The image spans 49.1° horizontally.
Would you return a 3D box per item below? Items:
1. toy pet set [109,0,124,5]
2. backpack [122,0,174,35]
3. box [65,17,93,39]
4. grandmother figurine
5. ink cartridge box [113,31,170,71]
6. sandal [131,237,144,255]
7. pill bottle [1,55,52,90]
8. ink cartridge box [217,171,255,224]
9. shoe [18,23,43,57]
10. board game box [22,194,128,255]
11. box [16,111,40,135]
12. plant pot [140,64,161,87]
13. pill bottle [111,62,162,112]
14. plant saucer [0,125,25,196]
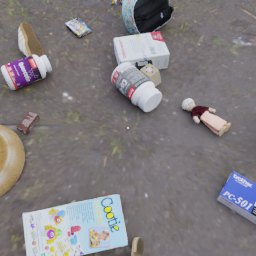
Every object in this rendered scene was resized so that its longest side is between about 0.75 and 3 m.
[{"bbox_3d":[-0.398,-6.484,14.463,0.808,0.429,0.754,8,50,45],"label":"toy pet set"},{"bbox_3d":[0.748,-5.327,12.789,1.645,1.939,2.185,26,62,42],"label":"backpack"},{"bbox_3d":[-2.353,-4.816,13.436,0.791,0.218,1.158,-34,63,-20],"label":"box"},{"bbox_3d":[2.807,-0.464,10.467,1.935,0.586,1.173,40,39,26],"label":"grandmother figurine"},{"bbox_3d":[0.534,-3.215,12.013,2.086,0.864,1.520,-10,58,-7],"label":"ink cartridge box"},{"bbox_3d":[0.036,3.868,7.762,0.532,0.593,1.617,-14,43,29],"label":"sandal"},{"bbox_3d":[-4.073,-2.313,11.340,1.815,1.020,1.020,-26,61,-16],"label":"pill bottle"},{"bbox_3d":[3.985,2.367,8.643,2.173,0.480,1.021,31,61,18],"label":"ink cartridge box"},{"bbox_3d":[-4.410,-3.680,12.515,0.648,0.849,2.428,-40,58,26],"label":"shoe"},{"bbox_3d":[-1.357,2.709,7.685,2.516,1.296,1.319,-10,76,-3],"label":"board game box"},{"bbox_3d":[-3.702,-0.193,10.406,0.421,0.315,0.842,22,58,13],"label":"box"},{"bbox_3d":[0.856,-2.124,11.419,0.788,0.698,0.788,-37,65,-22],"label":"plant pot"},{"bbox_3d":[0.327,-1.570,10.817,1.099,1.099,1.930,-33,62,-19],"label":"pill bottle"},{"bbox_3d":[-4.963,1.041,9.229,2.910,0.515,2.910,1,64,-2],"label":"plant saucer"}]
